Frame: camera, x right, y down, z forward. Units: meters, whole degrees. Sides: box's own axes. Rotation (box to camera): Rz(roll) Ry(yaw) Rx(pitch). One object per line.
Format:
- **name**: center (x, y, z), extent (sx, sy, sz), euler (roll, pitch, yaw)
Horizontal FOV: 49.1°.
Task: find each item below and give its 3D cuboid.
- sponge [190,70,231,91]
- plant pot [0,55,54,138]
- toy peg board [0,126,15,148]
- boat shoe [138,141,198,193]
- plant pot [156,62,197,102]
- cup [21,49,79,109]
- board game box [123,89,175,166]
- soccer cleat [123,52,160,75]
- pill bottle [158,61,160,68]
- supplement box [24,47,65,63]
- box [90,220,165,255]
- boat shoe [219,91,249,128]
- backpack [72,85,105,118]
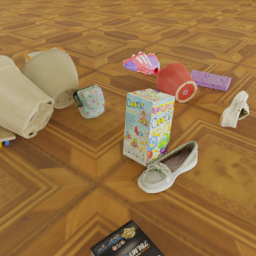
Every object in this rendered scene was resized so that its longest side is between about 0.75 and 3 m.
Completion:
- **sponge**: center (4.010, -2.374, 13.916), extent (1.989, 0.297, 1.109), euler (17, 39, 22)
- **plant pot**: center (-4.082, -0.907, 10.118), extent (2.321, 2.535, 2.535), euler (33, 42, 5)
- **toy peg board**: center (-4.904, 0.383, 9.966), extent (1.262, 0.620, 1.267), euler (-13, 36, -44)
- **boat shoe**: center (1.277, 1.151, 8.605), extent (2.379, 0.763, 0.877), euler (-24, 42, -29)
- **plant pot**: center (2.222, -1.935, 12.406), extent (1.529, 1.529, 1.353), euler (-14, 45, -19)
- **cup**: center (-2.993, -1.799, 11.644), extent (2.341, 2.341, 1.675), euler (-23, 64, -29)
- **board game box**: center (0.633, -0.050, 8.868), extent (1.073, 2.084, 1.093), euler (-18, 32, -41)
- **soccer cleat**: center (0.639, -2.540, 11.416), extent (0.794, 0.910, 2.381), euler (-23, 2, 32)
- **pill bottle**: center (1.137, -3.254, 14.913), extent (1.018, 0.565, 0.565), euler (-3, 36, -4)
- **supplement box**: center (-4.611, -3.941, 15.748), extent (2.159, 0.718, 0.743), euler (-22, 43, -27)
- **box**: center (-0.009, 2.953, 6.500), extent (1.285, 0.319, 1.275), euler (-24, 41, -29)
- **boat shoe**: center (4.441, -0.690, 11.216), extent (0.777, 0.794, 2.241), euler (24, 51, 29)
- **backpack**: center (-1.447, -0.998, 11.005), extent (1.069, 1.216, 0.932), euler (-27, 17, -36)
